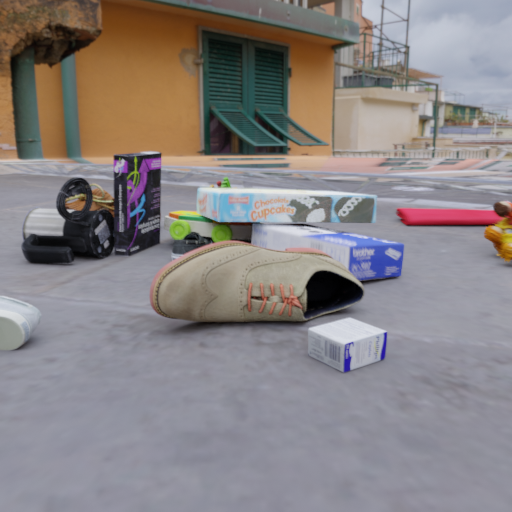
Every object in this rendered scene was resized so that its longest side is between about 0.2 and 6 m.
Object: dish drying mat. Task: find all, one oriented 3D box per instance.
[{"bbox_3d":[5.444,-0.980,14.505,3.354,0.305,1.288,1,14,1],"label":"dish drying mat"}]

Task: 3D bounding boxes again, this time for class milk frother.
[{"bbox_3d":[-3.612,-0.709,10.394,1.492,1.587,1.432,3,15,15],"label":"milk frother"}]

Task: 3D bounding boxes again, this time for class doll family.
[{"bbox_3d":[4.994,-0.211,10.225,1.356,0.984,2.184,4,29,-13],"label":"doll family"}]

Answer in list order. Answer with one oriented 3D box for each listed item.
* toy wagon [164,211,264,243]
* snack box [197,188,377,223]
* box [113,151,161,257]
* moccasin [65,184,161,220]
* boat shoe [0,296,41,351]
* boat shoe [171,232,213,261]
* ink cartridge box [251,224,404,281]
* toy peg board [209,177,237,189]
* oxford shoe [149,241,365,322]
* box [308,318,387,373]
[{"bbox_3d":[-0.597,-0.591,11.884,2.560,0.507,1.987,6,9,13],"label":"toy wagon"},{"bbox_3d":[0.557,-1.013,11.212,3.187,0.591,1.851,-1,9,-18],"label":"snack box"},{"bbox_3d":[-2.330,-1.060,11.129,0.350,1.941,1.388,9,15,16],"label":"box"},{"bbox_3d":[-3.560,-1.056,12.659,3.185,1.229,1.165,-10,16,-38],"label":"moccasin"},{"bbox_3d":[-3.308,0.700,6.459,1.682,0.587,0.599,8,19,7],"label":"boat shoe"},{"bbox_3d":[-1.200,-0.227,10.812,0.528,0.436,1.539,3,13,13],"label":"boat shoe"},{"bbox_3d":[1.152,-0.132,9.839,1.251,0.588,2.661,-3,12,-34],"label":"ink cartridge box"},{"bbox_3d":[-1.159,-1.736,15.906,1.093,0.537,1.098,-12,32,12],"label":"toy peg board"},{"bbox_3d":[0.107,0.370,7.011,2.815,0.992,1.053,-7,18,-29],"label":"oxford shoe"},{"bbox_3d":[0.966,0.936,5.955,0.628,0.329,0.578,-9,15,-33],"label":"box"}]
